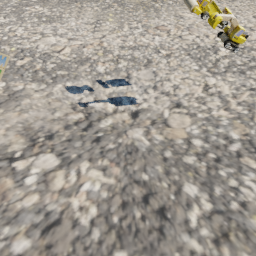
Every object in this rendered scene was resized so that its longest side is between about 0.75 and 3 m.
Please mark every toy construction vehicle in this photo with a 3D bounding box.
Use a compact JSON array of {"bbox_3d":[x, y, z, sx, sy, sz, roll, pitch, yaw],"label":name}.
[{"bbox_3d":[2.414,-2.868,7.277,1.881,0.662,1.637,9,50,-41],"label":"toy construction vehicle"}]

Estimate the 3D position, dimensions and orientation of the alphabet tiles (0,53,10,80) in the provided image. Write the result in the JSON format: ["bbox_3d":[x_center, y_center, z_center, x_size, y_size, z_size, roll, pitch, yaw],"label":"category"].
[{"bbox_3d":[-3.334,-0.995,5.435,0.068,1.500,1.794,32,10,27],"label":"alphabet tiles"}]
